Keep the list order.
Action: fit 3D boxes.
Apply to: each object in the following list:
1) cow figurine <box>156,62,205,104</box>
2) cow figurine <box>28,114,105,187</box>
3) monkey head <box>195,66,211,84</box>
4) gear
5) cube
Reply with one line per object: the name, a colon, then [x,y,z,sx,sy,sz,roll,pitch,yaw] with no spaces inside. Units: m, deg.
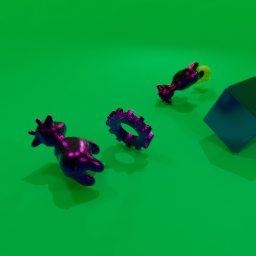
cow figurine: [1.822,-1.593,10.037,1.546,0.862,1.571,-41,8,-35]
cow figurine: [-1.477,0.489,6.534,1.690,0.943,1.717,28,14,-25]
monkey head: [2.962,-2.145,11.297,0.745,0.624,1.035,-21,-10,41]
gear: [0.036,0.045,7.415,1.325,1.325,0.245,17,55,26]
cube: [3.204,-0.359,7.666,1.356,1.356,1.356,-22,62,-32]
